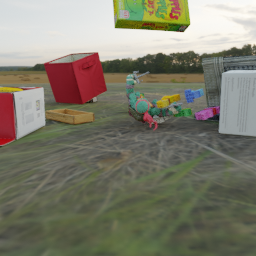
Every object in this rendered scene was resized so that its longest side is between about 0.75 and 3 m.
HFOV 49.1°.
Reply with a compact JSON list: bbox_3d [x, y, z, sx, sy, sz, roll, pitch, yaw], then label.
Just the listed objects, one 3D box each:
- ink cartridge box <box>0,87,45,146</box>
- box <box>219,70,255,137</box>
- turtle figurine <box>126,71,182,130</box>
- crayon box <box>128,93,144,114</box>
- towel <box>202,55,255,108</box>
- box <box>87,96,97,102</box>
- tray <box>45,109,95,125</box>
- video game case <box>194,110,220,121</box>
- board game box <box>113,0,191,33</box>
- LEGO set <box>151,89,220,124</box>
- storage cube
[{"bbox_3d":[-3.969,-0.421,7.191,2.874,1.205,2.523,1,12,3],"label":"ink cartridge box"},{"bbox_3d":[3.185,-0.749,7.669,1.063,1.618,1.626,6,15,26],"label":"box"},{"bbox_3d":[0.526,-0.770,8.421,1.839,1.237,2.457,41,2,-1],"label":"turtle figurine"},{"bbox_3d":[0.338,-1.002,11.408,0.300,0.751,1.182,4,13,23],"label":"crayon box"},{"bbox_3d":[3.626,-1.307,8.959,2.359,0.423,2.450,2,-33,24],"label":"towel"},{"bbox_3d":[-2.183,-1.608,15.583,0.884,0.331,0.443,4,13,32],"label":"box"},{"bbox_3d":[-1.985,-0.399,9.466,1.690,0.313,0.833,10,15,44],"label":"tray"},{"bbox_3d":[4.006,-0.438,9.769,2.858,0.271,2.042,5,12,29],"label":"video game case"},{"bbox_3d":[0.831,-4.243,9.994,2.671,1.357,0.636,-2,-10,-14],"label":"board game box"},{"bbox_3d":[1.388,-0.595,8.113,2.216,0.845,0.909,-7,13,42],"label":"LEGO set"},{"bbox_3d":[-2.768,-2.707,15.039,2.469,2.219,2.110,7,30,36],"label":"storage cube"}]
